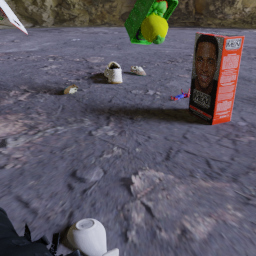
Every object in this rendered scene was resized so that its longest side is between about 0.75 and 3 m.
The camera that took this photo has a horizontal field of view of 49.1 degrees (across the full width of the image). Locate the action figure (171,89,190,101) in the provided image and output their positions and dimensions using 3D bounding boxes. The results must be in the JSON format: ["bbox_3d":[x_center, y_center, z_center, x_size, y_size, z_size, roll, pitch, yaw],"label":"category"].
[{"bbox_3d":[2.132,-1.378,11.087,0.925,0.458,0.302,-13,27,-32],"label":"action figure"}]

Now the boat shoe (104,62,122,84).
[{"bbox_3d":[-0.703,-2.892,13.937,0.857,0.839,2.419,-5,25,-11],"label":"boat shoe"}]

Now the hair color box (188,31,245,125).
[{"bbox_3d":[2.682,-1.580,8.798,0.811,2.647,1.344,-11,26,-22],"label":"hair color box"}]

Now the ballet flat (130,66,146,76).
[{"bbox_3d":[0.513,-3.056,14.835,0.414,0.409,1.216,-18,30,-34],"label":"ballet flat"}]

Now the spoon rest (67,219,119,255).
[{"bbox_3d":[-0.528,1.757,4.302,0.608,0.371,1.224,-12,14,-28],"label":"spoon rest"}]

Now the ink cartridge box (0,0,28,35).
[{"bbox_3d":[-2.578,-2.351,5.162,0.385,1.528,0.833,-36,2,3],"label":"ink cartridge box"}]

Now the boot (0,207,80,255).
[{"bbox_3d":[-2.044,1.901,3.150,2.162,0.976,2.638,19,25,38],"label":"boot"}]

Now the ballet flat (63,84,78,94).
[{"bbox_3d":[-2.365,-1.610,11.826,0.348,0.326,0.962,23,23,5],"label":"ballet flat"}]

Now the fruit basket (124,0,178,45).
[{"bbox_3d":[0.979,-3.880,10.446,2.168,2.168,1.564,21,24,39],"label":"fruit basket"}]
